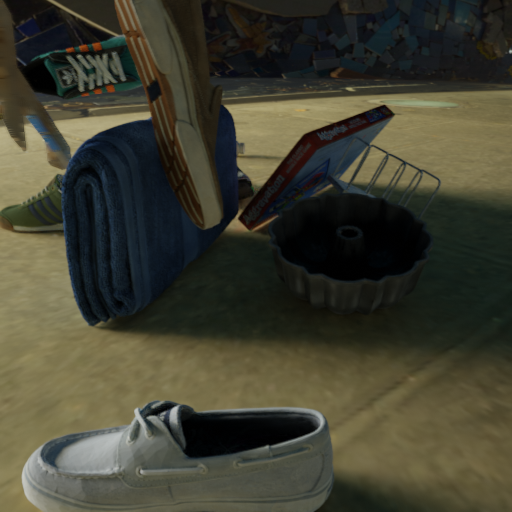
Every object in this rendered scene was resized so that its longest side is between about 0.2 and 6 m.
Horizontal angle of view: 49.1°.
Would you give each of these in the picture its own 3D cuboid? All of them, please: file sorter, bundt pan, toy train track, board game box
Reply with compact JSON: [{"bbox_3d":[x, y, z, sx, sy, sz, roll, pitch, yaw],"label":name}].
[{"bbox_3d":[2.726,-1.598,11.998,1.885,1.174,1.308,23,17,-15],"label":"file sorter"},{"bbox_3d":[1.427,0.013,8.855,2.531,0.950,2.531,0,36,0],"label":"bundt pan"},{"bbox_3d":[-3.456,-2.141,8.001,0.593,2.092,3.647,-11,-14,-4],"label":"toy train track"},{"bbox_3d":[1.561,-2.177,12.987,0.467,2.470,4.799,45,36,8],"label":"board game box"}]

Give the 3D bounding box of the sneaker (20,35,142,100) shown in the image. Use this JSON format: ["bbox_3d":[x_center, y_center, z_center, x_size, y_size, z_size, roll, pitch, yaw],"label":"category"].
[{"bbox_3d":[-3.327,-3.607,11.056,2.996,1.069,1.197,-2,30,21],"label":"sneaker"}]

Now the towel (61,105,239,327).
[{"bbox_3d":[-1.589,-1.061,9.546,1.177,2.707,4.849,7,23,16],"label":"towel"}]

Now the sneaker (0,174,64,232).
[{"bbox_3d":[-4.159,-1.148,11.754,2.692,1.208,0.903,4,23,9],"label":"sneaker"}]

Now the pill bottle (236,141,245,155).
[{"bbox_3d":[-0.851,-3.585,18.647,0.925,0.519,0.519,3,22,6],"label":"pill bottle"}]

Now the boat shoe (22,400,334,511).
[{"bbox_3d":[-0.700,1.749,5.000,2.799,0.959,1.008,2,22,6],"label":"boat shoe"}]

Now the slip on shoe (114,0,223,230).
[{"bbox_3d":[-0.855,-1.962,7.318,0.976,3.221,1.225,-23,14,-21],"label":"slip on shoe"}]

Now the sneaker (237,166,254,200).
[{"bbox_3d":[-1.019,-2.157,14.090,1.214,1.325,3.111,-11,25,-24],"label":"sneaker"}]
